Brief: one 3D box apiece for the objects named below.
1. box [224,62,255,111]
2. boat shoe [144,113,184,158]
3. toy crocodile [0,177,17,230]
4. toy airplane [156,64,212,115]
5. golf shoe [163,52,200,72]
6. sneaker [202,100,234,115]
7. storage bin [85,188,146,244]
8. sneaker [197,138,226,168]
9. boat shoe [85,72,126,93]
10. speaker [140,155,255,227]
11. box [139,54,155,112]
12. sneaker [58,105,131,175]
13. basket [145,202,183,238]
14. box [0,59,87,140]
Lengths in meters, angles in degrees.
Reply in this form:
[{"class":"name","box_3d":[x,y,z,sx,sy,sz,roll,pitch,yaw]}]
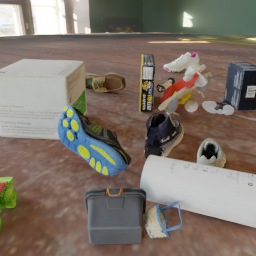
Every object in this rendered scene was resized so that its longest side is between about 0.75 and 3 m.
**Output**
[{"class":"box","box_3d":[5.442,-1.998,13.238,1.007,1.934,1.761,-1,24,-3]},{"class":"boat shoe","box_3d":[1.332,-0.046,9.698,1.022,1.269,2.737,9,26,19]},{"class":"toy crocodile","box_3d":[-3.145,1.768,6.312,0.799,0.731,2.368,0,24,0]},{"class":"toy airplane","box_3d":[2.640,-1.611,12.466,2.669,1.883,2.657,-29,5,16]},{"class":"golf shoe","box_3d":[3.874,-4.779,20.250,2.920,1.336,1.100,-12,27,-20]},{"class":"sneaker","box_3d":[4.130,-0.993,12.779,1.398,0.528,0.796,16,27,19]},{"class":"storage bin","box_3d":[-0.257,1.870,5.946,1.373,1.000,0.922,-1,34,-1]},{"class":"sneaker","box_3d":[2.446,0.724,8.151,0.887,1.077,2.342,5,26,15]},{"class":"boat shoe","box_3d":[-1.507,-2.386,15.370,2.917,1.104,1.077,7,29,34]},{"class":"speaker","box_3d":[1.759,1.420,6.555,2.867,1.164,1.164,9,26,19]},{"class":"box","box_3d":[0.914,-2.235,13.496,0.671,2.172,2.720,1,25,3]},{"class":"sneaker","box_3d":[-1.026,0.346,8.061,2.775,0.984,1.150,39,18,26]},{"class":"basket","box_3d":[0.773,1.954,6.002,0.793,0.552,0.699,-28,19,17]},{"class":"box","box_3d":[-3.257,-1.232,10.917,2.806,2.404,2.792,2,24,5]}]
